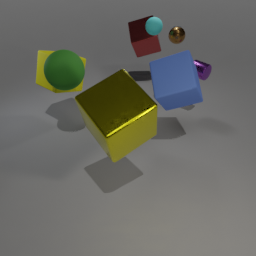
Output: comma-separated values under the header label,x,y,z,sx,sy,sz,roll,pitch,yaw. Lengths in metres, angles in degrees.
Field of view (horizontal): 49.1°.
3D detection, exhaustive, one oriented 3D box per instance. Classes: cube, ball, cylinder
label,x,y,z,sx,sy,sz,roll,pitch,yaw
cube,1.689,-1.592,9.730,1.400,1.400,1.400,-13,71,20
ball,2.038,-3.859,11.663,0.700,0.700,0.700,0,31,0
cube,-2.781,-2.343,11.590,1.400,1.400,1.400,26,25,33
ball,1.059,-4.135,11.380,0.700,0.700,0.700,0,31,0
ball,-2.209,-2.009,9.749,1.400,1.400,1.400,0,31,0
cylinder,3.078,-2.472,11.939,0.700,0.700,0.700,32,43,33
cube,0.914,-4.924,15.165,1.400,1.400,1.400,-12,68,12
cube,-0.240,-0.277,6.893,1.400,1.400,1.400,-33,63,-13
